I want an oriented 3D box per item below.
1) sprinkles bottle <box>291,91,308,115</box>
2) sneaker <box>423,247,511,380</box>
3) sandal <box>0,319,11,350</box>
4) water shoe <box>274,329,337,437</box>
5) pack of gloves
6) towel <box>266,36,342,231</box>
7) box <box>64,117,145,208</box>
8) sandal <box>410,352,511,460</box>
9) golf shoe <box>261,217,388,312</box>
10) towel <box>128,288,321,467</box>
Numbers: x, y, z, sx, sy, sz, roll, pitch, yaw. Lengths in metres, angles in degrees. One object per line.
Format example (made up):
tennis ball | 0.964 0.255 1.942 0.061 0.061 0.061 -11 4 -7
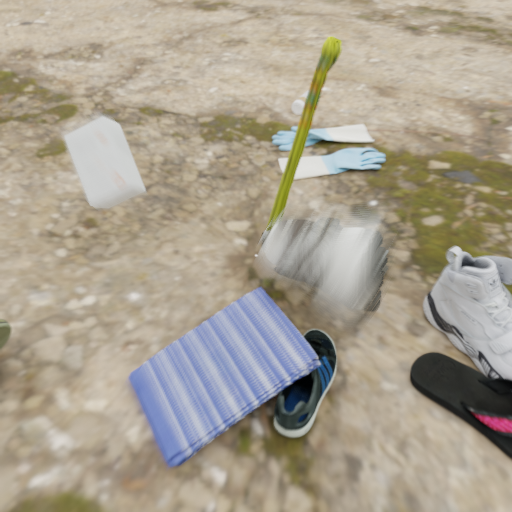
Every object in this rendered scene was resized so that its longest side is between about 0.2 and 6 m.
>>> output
sprinkles bottle | 1.401 -4.369 15.796 0.388 0.388 1.137 19 44 21
sneaker | 3.741 0.976 8.645 0.972 1.486 2.586 -23 45 -25
sandal | -4.286 2.012 7.998 0.721 1.003 2.525 24 50 1
water shoe | 0.799 1.717 8.318 0.709 0.783 1.984 11 41 12
pack of gloves | 1.769 -2.773 13.827 2.642 0.521 2.219 -8 40 -9
towel | 0.862 -2.104 10.331 0.334 3.695 1.590 19 29 3
box | -2.637 -1.603 9.804 0.820 1.318 0.643 -22 -4 13
sandal | 3.526 2.154 7.912 2.855 0.643 1.072 28 48 29
golf shoe | 0.914 0.089 8.535 1.509 1.242 3.195 2 7 -11
towel | -0.534 1.689 8.218 2.524 0.301 1.828 -33 45 -9
